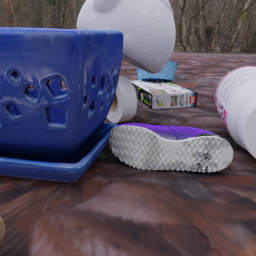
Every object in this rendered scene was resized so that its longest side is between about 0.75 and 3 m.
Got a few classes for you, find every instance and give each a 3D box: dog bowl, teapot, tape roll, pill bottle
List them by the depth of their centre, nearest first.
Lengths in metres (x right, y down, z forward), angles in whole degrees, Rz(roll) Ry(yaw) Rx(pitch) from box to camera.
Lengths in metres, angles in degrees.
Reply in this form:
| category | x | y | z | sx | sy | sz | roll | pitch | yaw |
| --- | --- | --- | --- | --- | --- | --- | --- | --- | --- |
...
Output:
| category | x | y | z | sx | sy | sz | roll | pitch | yaw |
| --- | --- | --- | --- | --- | --- | --- | --- | --- | --- |
| pill bottle | 2.812 | -0.387 | 5.955 | 1.568 | 1.568 | 2.766 | 3 | 18 | 9 |
| teapot | 0.209 | -2.833 | 7.337 | 2.788 | 2.063 | 2.825 | 26 | 8 | -16 |
| tape roll | -0.268 | -0.773 | 7.647 | 0.439 | 1.255 | 1.255 | -11 | 21 | -31 |
| dog bowl | 1.206 | -2.355 | 12.320 | 1.630 | 0.725 | 2.924 | 4 | 3 | -3 |

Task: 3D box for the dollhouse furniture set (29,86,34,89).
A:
| category | x | y | z | sx | sy | sz | roll | pitch | yaw |
| --- | --- | --- | --- | --- | --- | --- | --- | --- | --- |
| dollhouse furniture set | -4.251 | -1.888 | 12.704 | 0.887 | 0.393 | 0.460 | -7 | 48 | 6 |

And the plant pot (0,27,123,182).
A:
| category | x | y | z | sx | sy | sz | roll | pitch | yaw |
| --- | --- | --- | --- | --- | --- | --- | --- | --- | --- |
| plant pot | -1.558 | -0.557 | 5.121 | 2.665 | 2.396 | 2.665 | 3 | 18 | 11 |

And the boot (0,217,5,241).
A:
| category | x | y | z | sx | sy | sz | roll | pitch | yaw |
| --- | --- | --- | --- | --- | --- | --- | --- | --- | --- |
| boot | -2.291 | 1.395 | 2.227 | 1.793 | 0.780 | 2.156 | -8 | 17 | 20 |

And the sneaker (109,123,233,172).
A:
| category | x | y | z | sx | sy | sz | roll | pitch | yaw |
| --- | --- | --- | --- | --- | --- | --- | --- | --- | --- |
| sneaker | 0.762 | 0.306 | 5.305 | 2.187 | 0.760 | 1.088 | 8 | 14 | 10 |

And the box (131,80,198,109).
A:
| category | x | y | z | sx | sy | sz | roll | pitch | yaw |
| --- | --- | --- | --- | --- | --- | --- | --- | --- | --- |
| box | 1.201 | -1.350 | 10.608 | 1.644 | 0.519 | 2.987 | -4 | 18 | -13 |
